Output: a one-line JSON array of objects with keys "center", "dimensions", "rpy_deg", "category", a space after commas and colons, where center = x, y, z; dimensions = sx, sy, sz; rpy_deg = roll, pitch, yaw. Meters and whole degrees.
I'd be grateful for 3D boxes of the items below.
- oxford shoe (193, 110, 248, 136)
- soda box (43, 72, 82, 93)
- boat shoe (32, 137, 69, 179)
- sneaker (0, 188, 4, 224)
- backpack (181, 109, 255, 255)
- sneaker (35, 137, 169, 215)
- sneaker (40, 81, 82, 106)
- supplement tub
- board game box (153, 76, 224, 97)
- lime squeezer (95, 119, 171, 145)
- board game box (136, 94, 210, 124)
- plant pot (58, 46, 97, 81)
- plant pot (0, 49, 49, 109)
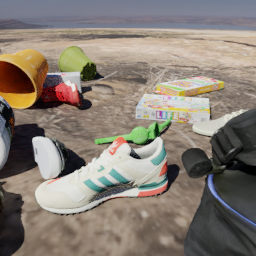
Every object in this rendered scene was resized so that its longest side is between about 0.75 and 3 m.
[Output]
[{"center": [2.857, -0.157, 7.493], "dimensions": [2.217, 0.640, 0.834], "rpy_deg": [-2, 21, 22], "category": "oxford shoe"}, {"center": [-2.995, -1.758, 11.196], "dimensions": [2.230, 0.761, 0.707], "rpy_deg": [-4, 24, -9], "category": "soda box"}, {"center": [-1.555, 0.495, 5.761], "dimensions": [0.594, 0.720, 2.098], "rpy_deg": [-4, 8, -25], "category": "boat shoe"}, {"center": [-2.327, 1.202, 4.471], "dimensions": [0.783, 0.730, 2.073], "rpy_deg": [-19, 30, -37], "category": "sneaker"}, {"center": [2.221, 1.250, 2.546], "dimensions": [2.738, 2.215, 2.875], "rpy_deg": [-15, 39, -31], "category": "backpack"}, {"center": [-0.420, 0.716, 5.035], "dimensions": [2.483, 1.161, 0.874], "rpy_deg": [-7, 25, -15], "category": "sneaker"}, {"center": [-2.411, -1.091, 9.910], "dimensions": [1.240, 0.841, 2.147], "rpy_deg": [-18, 18, -15], "category": "sneaker"}, {"center": [-3.340, 0.024, 6.238], "dimensions": [1.467, 1.467, 2.395], "rpy_deg": [-6, 25, -14], "category": "supplement tub"}, {"center": [2.500, -1.700, 11.597], "dimensions": [2.818, 0.422, 1.346], "rpy_deg": [-17, 28, -28], "category": "board game box"}, {"center": [0.445, 0.151, 7.444], "dimensions": [2.512, 0.474, 0.887], "rpy_deg": [-16, -2, -30], "category": "lime squeezer"}, {"center": [1.485, -0.645, 9.111], "dimensions": [2.220, 0.380, 1.492], "rpy_deg": [5, 24, 12], "category": "board game box"}, {"center": [-2.266, -2.937, 13.335], "dimensions": [1.530, 1.530, 1.453], "rpy_deg": [-21, 44, -40], "category": "plant pot"}, {"center": [-3.624, -1.865, 9.659], "dimensions": [1.824, 1.824, 1.669], "rpy_deg": [5, 39, 11], "category": "plant pot"}]
